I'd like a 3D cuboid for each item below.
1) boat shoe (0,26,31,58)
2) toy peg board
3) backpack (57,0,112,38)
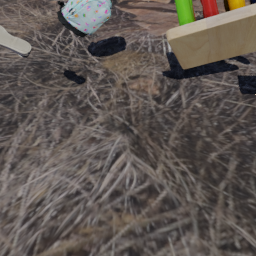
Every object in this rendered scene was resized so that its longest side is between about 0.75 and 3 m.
[{"bbox_3d":[-2.647,-1.860,6.031,1.130,0.354,0.410,27,64,-12],"label":"boat shoe"},{"bbox_3d":[2.417,-2.746,7.118,2.657,2.668,1.305,-12,84,18],"label":"toy peg board"},{"bbox_3d":[-1.247,-3.666,8.782,1.633,1.363,1.034,-30,63,29],"label":"backpack"}]
